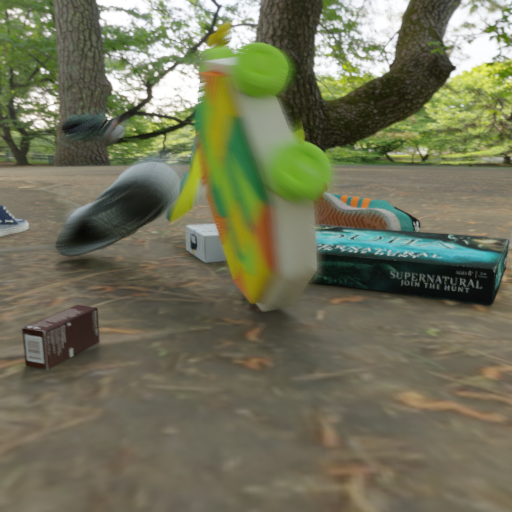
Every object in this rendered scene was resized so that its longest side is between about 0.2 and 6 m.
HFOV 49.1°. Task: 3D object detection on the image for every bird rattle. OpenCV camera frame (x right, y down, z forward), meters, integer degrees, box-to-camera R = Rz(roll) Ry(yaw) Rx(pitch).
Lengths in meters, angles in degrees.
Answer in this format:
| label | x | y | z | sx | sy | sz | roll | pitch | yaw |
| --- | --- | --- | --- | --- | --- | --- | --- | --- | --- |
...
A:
| label | x | y | z | sx | sy | sz | roll | pitch | yaw |
| --- | --- | --- | --- | --- | --- | --- | --- | --- | --- |
| bird rattle | 0.860 | -1.530 | 9.893 | 0.739 | 1.312 | 1.070 | -36 | -11 | 9 |

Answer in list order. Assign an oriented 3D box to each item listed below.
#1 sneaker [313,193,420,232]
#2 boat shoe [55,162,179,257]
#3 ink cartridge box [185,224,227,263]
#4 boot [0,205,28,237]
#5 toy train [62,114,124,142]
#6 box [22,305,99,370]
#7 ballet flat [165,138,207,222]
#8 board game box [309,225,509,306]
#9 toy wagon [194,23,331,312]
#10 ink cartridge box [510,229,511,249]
| label | x | y | z | sx | sy | sz | roll | pitch | yaw |
| --- | --- | --- | --- | --- | --- | --- | --- | --- | --- |
| sneaker | 2.281 | -0.794 | 12.674 | 1.235 | 1.103 | 3.092 | -4 | 18 | -35 |
| boat shoe | -2.589 | -0.679 | 10.403 | 2.948 | 1.063 | 1.045 | -27 | 31 | 33 |
| ink cartridge box | -0.779 | -0.280 | 11.219 | 0.959 | 0.545 | 1.315 | -5 | 13 | -22 |
| boot | -6.207 | -0.931 | 13.847 | 0.597 | 0.741 | 1.641 | 2 | 12 | 7 |
| toy train | -2.505 | -1.948 | 8.639 | 0.956 | 0.407 | 0.545 | 4 | 2 | 25 |
| box | -2.093 | 0.864 | 6.072 | 0.325 | 0.435 | 0.868 | 5 | 14 | 20 |
| ballet flat | -1.312 | -1.949 | 13.220 | 0.886 | 2.644 | 0.883 | 20 | -3 | -8 |
| board game box | 2.097 | -0.012 | 9.856 | 4.160 | 0.586 | 2.814 | 6 | 13 | 26 |
| toy wagon | -0.201 | -1.336 | 7.565 | 0.798 | 4.034 | 3.130 | -13 | -20 | -16 |
| ink cartridge box | 6.109 | -0.346 | 11.524 | 1.300 | 0.548 | 0.949 | -2 | 12 | -9 |
